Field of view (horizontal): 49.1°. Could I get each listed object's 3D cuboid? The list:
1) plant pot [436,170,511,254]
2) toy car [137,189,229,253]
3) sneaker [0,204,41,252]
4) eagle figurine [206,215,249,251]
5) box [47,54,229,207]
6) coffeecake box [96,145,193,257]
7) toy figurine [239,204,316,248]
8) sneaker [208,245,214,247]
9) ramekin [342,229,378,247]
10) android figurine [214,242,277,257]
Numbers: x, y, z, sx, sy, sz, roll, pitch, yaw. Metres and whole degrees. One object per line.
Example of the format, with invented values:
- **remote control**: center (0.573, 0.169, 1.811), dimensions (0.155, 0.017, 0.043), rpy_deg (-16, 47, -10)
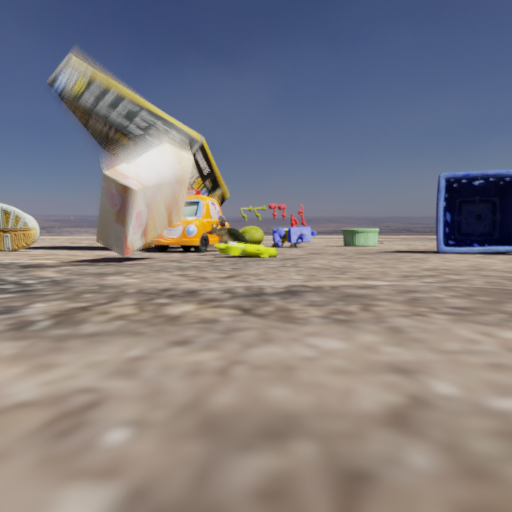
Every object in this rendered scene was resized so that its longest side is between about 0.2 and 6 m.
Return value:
- **plant pot**: center (3.993, -0.709, 10.068), dimensions (1.431, 1.430, 1.286), rpy_deg (1, -3, 19)
- **toy car**: center (-2.078, -0.705, 11.498), dimensions (3.674, 1.223, 1.802), rpy_deg (3, 4, 40)
- **sneaker**: center (-5.260, -0.570, 11.432), dimensions (2.531, 0.957, 1.110), rpy_deg (2, 3, 23)
- **eagle figurine**: center (-0.472, -0.285, 9.158), dimensions (0.680, 0.516, 0.513), rpy_deg (23, -54, -34)
- **box**: center (-2.327, -2.359, 11.719), dimensions (3.446, 0.850, 2.751), rpy_deg (34, -11, 16)
- **coffeecake box**: center (-1.432, -0.745, 7.269), dimensions (0.480, 1.008, 1.313), rpy_deg (27, 35, 14)
- **toy figurine**: center (0.732, -0.674, 13.474), dimensions (2.062, 1.088, 1.235), rpy_deg (-3, 9, -33)
- **sneaker**: center (-1.716, -1.221, 13.775), dimensions (1.069, 2.652, 1.106), rpy_deg (-39, -26, 21)
- **ramekin**: center (2.723, -0.475, 14.676), dimensions (0.958, 0.468, 0.958), rpy_deg (0, 3, 0)
- **android figurine**: center (-0.169, -0.093, 8.559), dimensions (0.922, 0.189, 0.840), rpy_deg (6, 2, -16)
